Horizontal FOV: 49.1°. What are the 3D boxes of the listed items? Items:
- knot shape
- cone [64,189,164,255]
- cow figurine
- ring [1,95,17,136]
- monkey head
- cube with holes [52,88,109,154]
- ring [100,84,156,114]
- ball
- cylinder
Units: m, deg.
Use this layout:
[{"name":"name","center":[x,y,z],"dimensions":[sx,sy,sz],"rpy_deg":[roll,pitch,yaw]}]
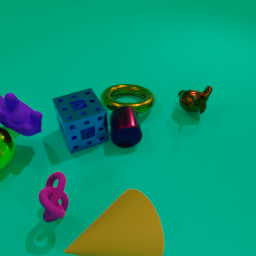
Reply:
[{"name":"knot shape","center":[-1.522,1.494,5.766],"dimensions":[0.498,1.077,1.008],"rpy_deg":[-1,5,-5]},{"name":"cone","center":[-0.421,1.978,4.990],"dimensions":[1.511,1.506,1.506],"rpy_deg":[-5,40,-34]},{"name":"cow figurine","center":[-3.042,-0.321,7.452],"dimensions":[1.696,1.669,0.931],"rpy_deg":[32,72,-8]},{"name":"ring","center":[-4.012,-0.295,8.345],"dimensions":[1.891,0.378,1.891],"rpy_deg":[4,46,-5]},{"name":"monkey head","center":[2.077,-0.960,8.683],"dimensions":[0.855,1.020,1.418],"rpy_deg":[24,14,-14]},{"name":"cube with holes","center":[-1.319,-0.214,7.868],"dimensions":[1.150,1.150,1.150],"rpy_deg":[-19,47,-18]},{"name":"ring","center":[0.000,-0.962,9.018],"dimensions":[1.780,0.356,1.780],"rpy_deg":[2,32,-1]},{"name":"ball","center":[-3.448,0.518,7.056],"dimensions":[1.188,1.188,1.188],"rpy_deg":[0,44,0]},{"name":"cylinder","center":[-0.075,-0.025,7.893],"dimensions":[0.859,0.859,0.859],"rpy_deg":[-5,44,-5]}]
